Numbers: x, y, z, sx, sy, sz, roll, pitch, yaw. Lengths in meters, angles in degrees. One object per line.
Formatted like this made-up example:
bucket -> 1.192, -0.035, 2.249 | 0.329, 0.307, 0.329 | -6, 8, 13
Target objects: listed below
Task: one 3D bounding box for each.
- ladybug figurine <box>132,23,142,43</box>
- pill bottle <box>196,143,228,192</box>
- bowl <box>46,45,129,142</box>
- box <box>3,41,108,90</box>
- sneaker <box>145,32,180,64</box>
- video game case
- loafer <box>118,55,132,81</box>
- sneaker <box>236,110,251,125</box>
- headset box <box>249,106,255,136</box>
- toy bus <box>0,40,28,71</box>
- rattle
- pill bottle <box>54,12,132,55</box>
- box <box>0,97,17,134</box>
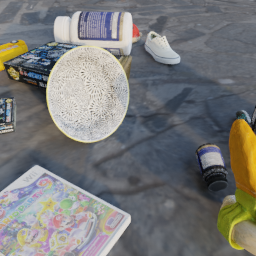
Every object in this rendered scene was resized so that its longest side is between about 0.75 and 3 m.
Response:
ladybug figurine -> -0.522, -4.405, 12.858 | 2.328, 0.838, 1.580 | -1, 36, -1
pill bottle -> 1.796, 0.836, 5.970 | 0.537, 0.537, 0.961 | -2, 47, -2
bowl -> -1.209, -0.860, 7.255 | 2.357, 2.357, 1.106 | -30, 24, -34
box -> -2.369, -2.132, 9.387 | 2.823, 0.649, 2.244 | 17, 42, 30
sneaker -> 1.327, -3.284, 11.373 | 0.837, 0.812, 2.292 | -17, 40, -22
video game case -> -1.460, 1.716, 5.128 | 2.490, 0.224, 1.783 | 21, 41, 26
loafer -> -0.371, -1.832, 9.378 | 0.757, 0.853, 2.243 | 12, 38, 4
sneaker -> 3.095, -0.181, 7.614 | 0.406, 0.345, 0.889 | -7, 36, -3
headset box -> 4.064, 0.049, 5.950 | 2.590, 1.928, 1.000 | 9, 38, 11
toy bus -> -4.752, -2.726, 10.722 | 0.828, 0.689, 2.115 | 25, 43, 30
rattle -> 2.961, 1.142, 4.337 | 2.820, 2.014, 1.836 | 9, -7, 24
pill bottle -> -1.377, -3.878, 11.461 | 2.990, 1.661, 1.661 | 4, 37, 5
box -> -3.723, -0.321, 7.784 | 1.125, 0.326, 1.416 | -10, 38, -14
